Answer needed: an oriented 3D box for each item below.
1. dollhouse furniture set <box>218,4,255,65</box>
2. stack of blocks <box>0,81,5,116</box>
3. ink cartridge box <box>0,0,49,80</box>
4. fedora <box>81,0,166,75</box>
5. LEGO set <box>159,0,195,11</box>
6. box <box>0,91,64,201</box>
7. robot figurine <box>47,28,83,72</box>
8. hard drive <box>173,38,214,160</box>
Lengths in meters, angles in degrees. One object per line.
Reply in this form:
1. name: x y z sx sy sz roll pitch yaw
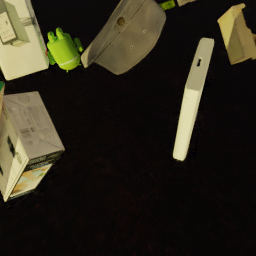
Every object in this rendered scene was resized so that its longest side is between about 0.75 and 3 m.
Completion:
1. dollhouse furniture set: 2.964 -2.173 6.071 1.603 1.065 1.405 -17 2 -5
2. stack of blocks: -2.880 0.359 4.027 1.653 2.870 0.841 16 46 -16
3. ink cartridge box: -3.234 -3.043 7.804 1.221 2.907 2.115 -18 24 -8
4. fedora: 0.041 -2.509 7.257 2.848 1.286 2.519 -56 16 -4
5. LEGO set: 1.029 -3.610 7.571 1.977 0.754 0.811 -1 37 45
6. box: -1.806 0.374 4.666 0.565 1.881 1.097 -16 70 -40
7. robot figurine: -1.741 -2.102 7.641 1.008 1.149 0.665 -26 36 1
8. hard drive: 1.216 -0.463 5.342 0.270 2.022 1.334 14 55 13
